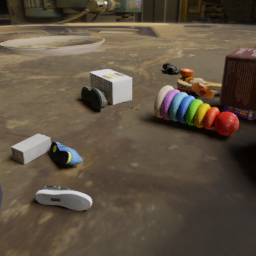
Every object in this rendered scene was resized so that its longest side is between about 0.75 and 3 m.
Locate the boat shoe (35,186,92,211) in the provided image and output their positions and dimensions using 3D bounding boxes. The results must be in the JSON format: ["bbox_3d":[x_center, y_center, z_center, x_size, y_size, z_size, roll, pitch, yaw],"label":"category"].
[{"bbox_3d":[-1.378,1.476,6.129,1.304,0.447,0.369,4,26,13],"label":"boat shoe"}]

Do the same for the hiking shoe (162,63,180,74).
[{"bbox_3d":[2.387,-3.494,16.371,0.684,0.515,1.359,-12,29,-31],"label":"hiking shoe"}]

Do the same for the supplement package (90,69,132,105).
[{"bbox_3d":[-0.760,-1.859,12.367,1.063,1.023,1.869,-18,32,-32],"label":"supplement package"}]

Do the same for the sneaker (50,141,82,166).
[{"bbox_3d":[-1.746,0.731,7.804,0.521,0.438,1.328,15,3,-41],"label":"sneaker"}]

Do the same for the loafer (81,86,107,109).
[{"bbox_3d":[-1.283,-1.300,11.616,0.641,0.732,2.037,4,18,-34],"label":"loafer"}]

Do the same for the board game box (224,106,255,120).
[{"bbox_3d":[4.881,-0.890,11.076,1.819,0.407,1.223,-18,31,-33],"label":"board game box"}]

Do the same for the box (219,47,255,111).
[{"bbox_3d":[4.813,-1.776,10.237,2.293,1.883,1.902,16,30,30],"label":"box"}]

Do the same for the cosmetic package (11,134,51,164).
[{"bbox_3d":[-2.742,0.572,8.020,0.538,0.454,1.008,16,27,30],"label":"cosmetic package"}]

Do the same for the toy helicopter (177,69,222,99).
[{"bbox_3d":[3.495,-1.865,12.506,2.607,1.028,1.724,6,25,0],"label":"toy helicopter"}]

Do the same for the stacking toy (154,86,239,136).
[{"bbox_3d":[2.363,-0.494,9.633,2.859,1.220,1.220,24,34,28],"label":"stacking toy"}]

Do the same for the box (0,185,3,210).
[{"bbox_3d":[-3.609,1.105,5.492,1.807,1.645,0.941,-7,27,-15],"label":"box"}]
